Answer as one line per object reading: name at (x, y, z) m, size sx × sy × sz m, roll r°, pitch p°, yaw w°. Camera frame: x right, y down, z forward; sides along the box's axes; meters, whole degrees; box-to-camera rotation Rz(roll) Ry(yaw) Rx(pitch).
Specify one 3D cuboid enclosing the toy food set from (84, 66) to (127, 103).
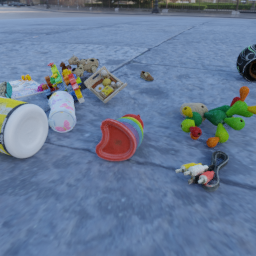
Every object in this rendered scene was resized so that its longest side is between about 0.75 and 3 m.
toy food set at (-0.908, -1.751, 11.060) m, size 1.125 × 0.474 × 1.568 m, roll -41°, pitch 52°, yaw -8°

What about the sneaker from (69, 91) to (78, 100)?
sneaker at (-2.170, -1.288, 10.866) m, size 0.342 × 0.406 × 1.037 m, roll 11°, pitch 8°, yaw 22°

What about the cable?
cable at (2.032, 0.930, 6.703) m, size 1.874 × 0.472 × 0.910 m, roll -22°, pitch 34°, yaw -37°

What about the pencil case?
pencil case at (-2.218, -0.590, 9.359) m, size 0.874 × 0.801 × 1.927 m, roll 9°, pitch 24°, yaw -20°

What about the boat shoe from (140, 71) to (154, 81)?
boat shoe at (0.912, -2.588, 13.862) m, size 0.374 × 0.365 × 0.988 m, roll -17°, pitch 31°, yaw -30°

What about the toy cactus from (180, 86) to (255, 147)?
toy cactus at (2.541, -0.480, 8.822) m, size 2.928 × 1.497 × 2.416 m, roll -24°, pitch 25°, yaw -24°

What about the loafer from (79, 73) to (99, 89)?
loafer at (-1.649, -2.279, 12.975) m, size 1.857 × 0.667 × 0.585 m, roll -16°, pitch 27°, yaw -24°

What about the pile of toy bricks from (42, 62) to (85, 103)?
pile of toy bricks at (-2.704, -1.899, 10.979) m, size 1.528 × 1.360 × 2.754 m, roll -24°, pitch 35°, yaw -6°

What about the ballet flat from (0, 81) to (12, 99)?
ballet flat at (-4.709, -1.102, 10.587) m, size 0.728 × 0.656 × 1.935 m, roll -26°, pitch 43°, yaw -8°

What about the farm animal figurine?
farm animal figurine at (-2.379, -3.093, 13.992) m, size 2.175 × 1.147 × 2.199 m, roll -15°, pitch 30°, yaw -27°

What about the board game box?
board game box at (-5.066, -1.824, 12.412) m, size 2.314 × 0.299 × 2.314 m, roll -19°, pitch 32°, yaw -34°

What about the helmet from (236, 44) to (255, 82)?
helmet at (6.225, -3.231, 13.594) m, size 1.820 × 1.820 × 1.735 m, roll 5°, pitch 41°, yaw 9°

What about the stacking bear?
stacking bear at (-0.047, 0.111, 7.859) m, size 1.042 × 1.113 × 1.832 m, roll 18°, pitch 22°, yaw 9°

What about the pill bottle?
pill bottle at (-3.640, -0.157, 7.764) m, size 2.604 × 1.459 × 1.459 m, roll 13°, pitch 29°, yaw 24°
